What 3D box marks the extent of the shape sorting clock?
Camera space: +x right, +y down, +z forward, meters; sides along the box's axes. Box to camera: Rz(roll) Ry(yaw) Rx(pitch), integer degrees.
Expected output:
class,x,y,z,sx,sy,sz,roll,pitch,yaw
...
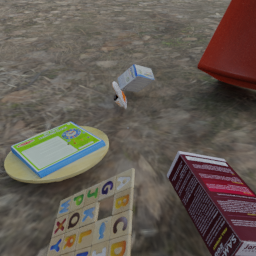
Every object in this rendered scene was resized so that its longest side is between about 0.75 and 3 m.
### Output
class,x,y,z,sx,sy,sz,roll,pitch,yaw
shape sorting clock,-1.568,0.529,6.316,2.300,0.451,2.300,-4,29,2

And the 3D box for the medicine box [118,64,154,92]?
class,x,y,z,sx,sy,sz,roll,pitch,yaw
medicine box,0.253,-1.573,9.010,0.788,0.866,0.445,3,64,-43

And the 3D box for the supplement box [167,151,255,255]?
class,x,y,z,sx,sy,sz,roll,pitch,yaw
supplement box,1.452,1.167,4.292,1.041,0.582,1.912,11,25,-20

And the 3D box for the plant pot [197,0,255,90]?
class,x,y,z,sx,sy,sz,roll,pitch,yaw
plant pot,4.043,-2.346,8.548,2.265,2.570,2.568,35,18,28

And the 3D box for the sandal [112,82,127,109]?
class,x,y,z,sx,sy,sz,roll,pitch,yaw
sandal,-0.309,-0.946,8.150,0.283,0.988,0.378,-13,45,19

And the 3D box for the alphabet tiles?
class,x,y,z,sx,sy,sz,roll,pitch,yaw
alphabet tiles,-0.606,1.658,3.850,1.678,0.076,2.008,-29,36,30
